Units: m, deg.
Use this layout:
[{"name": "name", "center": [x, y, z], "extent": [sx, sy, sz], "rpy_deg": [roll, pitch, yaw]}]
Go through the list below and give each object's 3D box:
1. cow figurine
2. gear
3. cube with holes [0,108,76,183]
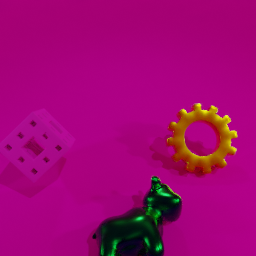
[{"name": "cow figurine", "center": [0.185, 1.597, 4.783], "extent": [1.608, 0.883, 1.582], "rpy_deg": [-7, 40, -4]}, {"name": "gear", "center": [1.614, 0.242, 6.219], "extent": [1.517, 1.517, 0.281], "rpy_deg": [0, -9, 0]}, {"name": "cube with holes", "center": [-1.722, 0.299, 5.440], "extent": [0.926, 0.926, 0.926], "rpy_deg": [-44, 9, 2]}]
